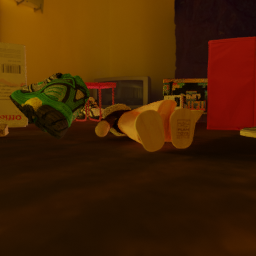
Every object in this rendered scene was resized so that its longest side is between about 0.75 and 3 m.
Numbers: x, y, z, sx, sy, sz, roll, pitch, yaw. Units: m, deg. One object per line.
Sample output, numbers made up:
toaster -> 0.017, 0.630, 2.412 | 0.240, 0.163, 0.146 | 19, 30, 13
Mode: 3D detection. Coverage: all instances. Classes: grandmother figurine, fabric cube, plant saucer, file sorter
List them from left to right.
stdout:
file sorter -> -2.261, -1.220, 13.267 | 2.892, 1.814, 2.010 | -3, 6, -25
grandmother figurine -> 0.171, -0.137, 5.358 | 1.681, 0.840, 2.772 | 5, 4, -22
plant saucer -> 1.113, -0.318, 9.305 | 2.391, 0.579, 2.391 | 0, 4, 6
fabric cube -> 3.867, -1.276, 8.759 | 2.587, 2.579, 2.538 | 2, 5, 21

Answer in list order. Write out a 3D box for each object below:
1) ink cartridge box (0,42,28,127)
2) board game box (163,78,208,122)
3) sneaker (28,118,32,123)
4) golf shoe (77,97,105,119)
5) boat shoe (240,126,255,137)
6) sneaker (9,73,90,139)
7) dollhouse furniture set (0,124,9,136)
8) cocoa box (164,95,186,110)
ink cartridge box -> -4.369, -1.342, 9.060 | 1.942, 2.664, 1.103 | -2, 2, -29
board game box -> 2.732, -1.226, 12.467 | 2.323, 1.920, 0.659 | 1, 4, 11
sneaker -> -4.445, -0.542, 11.727 | 1.003, 0.954, 2.531 | -19, 7, -28
golf shoe -> -2.013, -1.133, 15.947 | 2.719, 1.285, 1.057 | 6, 6, 43
boat shoe -> 3.052, -0.085, 5.886 | 1.271, 0.589, 0.475 | 2, 5, 23
sneaker -> -1.728, -0.598, 6.395 | 1.270, 1.163, 2.981 | -47, 31, -18
dollhouse furniture set -> -3.188, -0.502, 6.278 | 0.949, 1.198, 0.850 | 0, 21, -16
cocoa box -> 1.957, -0.768, 11.581 | 0.758, 1.137, 0.746 | 2, 5, 27
